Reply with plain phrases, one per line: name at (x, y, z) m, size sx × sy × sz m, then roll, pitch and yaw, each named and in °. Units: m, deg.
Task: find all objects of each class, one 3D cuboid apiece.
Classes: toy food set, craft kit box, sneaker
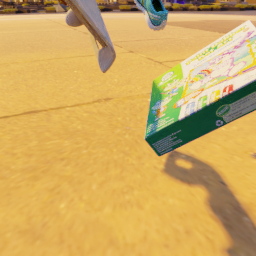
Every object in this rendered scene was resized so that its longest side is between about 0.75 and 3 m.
toy food set at (-1.429, -2.789, 6.090) m, size 0.900 × 2.978 × 2.137 m, roll -29°, pitch 54°, yaw 15°
craft kit box at (1.111, -0.620, 3.919) m, size 1.797 × 0.436 × 1.775 m, roll -30°, pitch 22°, yaw 25°
sneaker at (0.663, -3.454, 7.615) m, size 0.652 × 0.670 × 1.682 m, roll -19°, pitch 69°, yaw -19°
